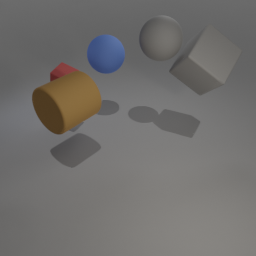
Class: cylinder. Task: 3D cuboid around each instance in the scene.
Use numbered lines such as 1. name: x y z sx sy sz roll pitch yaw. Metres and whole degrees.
1. cylinder: -1.716 -0.734 7.938 1.400 1.400 1.400 24 42 32

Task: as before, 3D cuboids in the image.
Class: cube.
1. cube: 2.452 -2.129 8.984 1.400 1.400 1.400 35 74 -9
2. cube: -2.130 -1.641 9.438 0.700 0.700 0.700 26 51 8

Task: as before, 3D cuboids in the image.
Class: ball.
1. ball: -0.816 -2.728 10.395 1.400 1.400 1.400 0 32 0
2. ball: 1.057 -2.865 9.002 1.400 1.400 1.400 0 32 0
